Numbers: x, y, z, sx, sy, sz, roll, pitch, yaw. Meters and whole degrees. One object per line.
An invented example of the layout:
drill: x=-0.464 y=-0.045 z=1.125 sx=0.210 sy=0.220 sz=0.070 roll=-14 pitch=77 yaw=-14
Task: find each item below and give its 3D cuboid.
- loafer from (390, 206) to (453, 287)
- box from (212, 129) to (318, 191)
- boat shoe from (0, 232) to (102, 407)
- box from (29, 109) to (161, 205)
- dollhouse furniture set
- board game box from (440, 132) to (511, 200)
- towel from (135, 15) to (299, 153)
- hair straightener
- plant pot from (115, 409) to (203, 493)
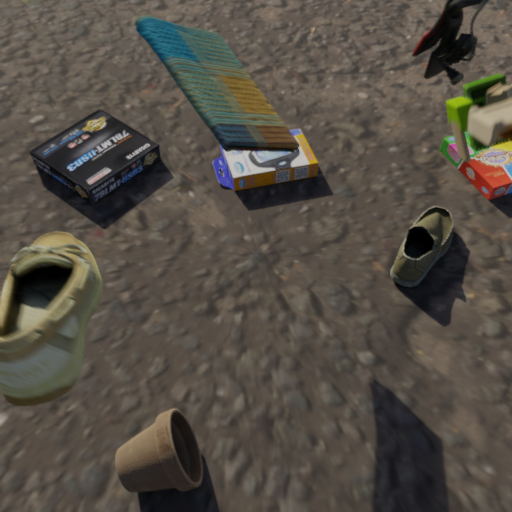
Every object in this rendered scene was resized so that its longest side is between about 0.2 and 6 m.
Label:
loafer: x=2.926 y=-0.267 z=9.569 sx=0.708 sy=0.656 sz=1.883 roll=24 pitch=54 yaw=19
box: x=0.134 y=-1.922 z=11.175 sx=1.951 sy=0.405 sz=1.161 roll=-11 pitch=50 yaw=-12
boat shoe: x=-1.979 y=0.325 z=5.244 sx=0.843 sy=0.727 sz=2.311 roll=-8 pitch=34 yaw=-3
box: x=-3.204 y=-2.033 z=11.240 sx=1.835 sy=0.459 sz=1.849 roll=32 pitch=57 yaw=26
dollhouse furniture set: x=2.985 y=-1.483 z=6.523 sx=1.147 sy=0.886 sz=2.295 roll=-17 pitch=22 yaw=9
board game box: x=4.685 y=-1.901 z=11.191 sx=1.251 sy=0.330 sz=1.635 roll=-18 pitch=52 yaw=-15
towel: x=-0.523 y=-2.385 z=7.931 sx=1.745 sy=0.258 sz=2.380 roll=-13 pitch=64 yaw=-51
hair straightener: x=3.215 y=-3.357 z=9.017 sx=0.568 sy=2.775 sz=1.068 roll=-28 pitch=90 yaw=2
plant pot: x=-1.259 y=2.551 z=7.043 sx=0.876 sy=1.004 sz=1.004 roll=-22 pitch=51 yaw=3
